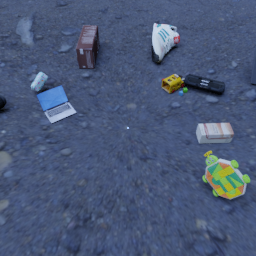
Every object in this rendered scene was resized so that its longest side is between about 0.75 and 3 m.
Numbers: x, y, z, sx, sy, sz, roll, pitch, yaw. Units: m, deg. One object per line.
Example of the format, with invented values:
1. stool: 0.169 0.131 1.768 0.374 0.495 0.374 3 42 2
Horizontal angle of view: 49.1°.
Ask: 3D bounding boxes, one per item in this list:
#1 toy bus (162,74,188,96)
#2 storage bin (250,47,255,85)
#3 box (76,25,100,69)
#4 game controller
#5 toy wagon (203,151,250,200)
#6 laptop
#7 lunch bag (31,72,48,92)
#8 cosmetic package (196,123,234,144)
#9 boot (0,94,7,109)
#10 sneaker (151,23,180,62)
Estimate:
1. toy bus: 1.991 -1.975 11.882 1.099 0.602 1.165 4 48 4
2. storage bin: 5.997 -2.651 11.519 1.578 2.350 1.710 9 47 23
3. box: -1.867 -3.876 13.283 0.808 1.080 2.156 3 48 3
4. game controller: 3.244 -1.878 11.892 1.740 0.366 0.908 17 41 14
5. toy wagon: 2.712 1.355 8.144 1.494 1.159 0.296 53 40 4
6. laptop: -2.772 -0.931 10.895 1.073 0.664 1.146 -27 53 -21
7. lunch bag: -3.653 -1.891 11.446 0.802 0.309 0.643 -56 37 0
8. cosmetic package: 3.079 0.181 9.993 1.147 0.500 0.593 -3 48 -3
9. boot: -5.879 -0.254 10.121 2.109 0.840 2.558 -1 43 13
10. sneaker: 1.846 -4.244 13.639 1.365 1.028 2.920 1 45 8
